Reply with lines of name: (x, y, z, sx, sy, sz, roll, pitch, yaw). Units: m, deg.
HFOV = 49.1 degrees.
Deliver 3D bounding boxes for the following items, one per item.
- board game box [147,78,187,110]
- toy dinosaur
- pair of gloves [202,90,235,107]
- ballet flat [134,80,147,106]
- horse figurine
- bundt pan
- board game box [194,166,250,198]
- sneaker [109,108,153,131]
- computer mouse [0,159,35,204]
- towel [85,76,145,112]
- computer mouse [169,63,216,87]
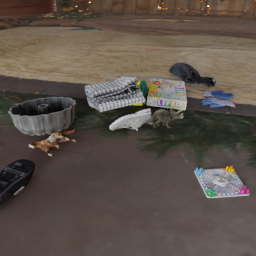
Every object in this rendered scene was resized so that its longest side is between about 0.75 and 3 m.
board game box: (1.913, -1.740, 13.799, 1.788, 0.455, 2.659, 8, 29, 4)
toy dinosaur: (1.346, -0.431, 11.010, 1.575, 0.806, 0.606, 2, 16, -13)
pair of gloves: (4.393, -1.421, 13.634, 1.562, 0.221, 1.943, 8, 31, 10)
ballet flat: (0.479, -1.731, 13.731, 0.757, 0.754, 2.258, -13, 29, 14)
horse figurine: (-2.589, 0.469, 9.920, 1.085, 0.409, 1.638, 15, 36, 35)
bundt pan: (-3.213, -0.434, 10.845, 2.520, 0.946, 2.520, -3, 22, 1)
board game box: (2.737, 1.545, 8.250, 1.227, 0.159, 1.227, -2, 29, -5)
sneaker: (0.154, -0.192, 10.878, 1.761, 0.722, 0.658, -19, 2, -5)
computer mouse: (-3.736, 1.685, 7.704, 1.659, 0.544, 2.363, 7, 35, 21)
towel: (-0.682, -1.526, 11.948, 2.090, 1.080, 2.525, -14, 16, -13)
computer mouse: (3.455, -3.162, 15.899, 2.056, 0.783, 2.969, 2, 23, -26)
